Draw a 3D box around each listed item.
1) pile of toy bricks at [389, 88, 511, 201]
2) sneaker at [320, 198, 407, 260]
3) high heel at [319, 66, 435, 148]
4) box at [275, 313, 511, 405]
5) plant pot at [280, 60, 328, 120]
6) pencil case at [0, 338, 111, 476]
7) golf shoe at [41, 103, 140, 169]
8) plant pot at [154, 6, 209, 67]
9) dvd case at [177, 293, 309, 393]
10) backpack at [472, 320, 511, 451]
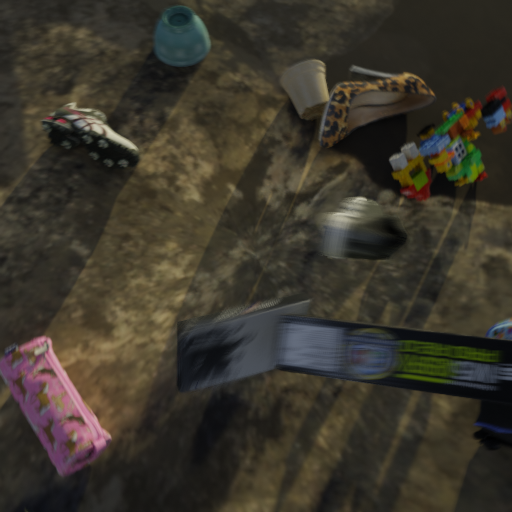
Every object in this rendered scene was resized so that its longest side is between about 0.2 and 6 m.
[{"bbox_3d":[3.890,-1.937,10.536,2.682,1.488,1.324,-40,109,-29],"label":"pile of toy bricks"},{"bbox_3d":[1.514,-0.305,7.271,0.903,1.995,0.663,13,107,19],"label":"sneaker"},{"bbox_3d":[2.371,-2.797,10.956,1.829,0.916,2.566,20,56,16],"label":"high heel"},{"bbox_3d":[1.613,1.037,5.527,2.426,1.943,0.537,5,80,19],"label":"box"},{"bbox_3d":[1.058,-3.278,11.311,0.965,0.965,0.884,-15,77,-7],"label":"plant pot"},{"bbox_3d":[-3.062,2.257,8.507,0.872,0.912,2.107,-28,68,-29],"label":"pencil case"},{"bbox_3d":[-3.109,-2.412,10.892,2.118,0.818,0.933,23,60,11],"label":"golf shoe"},{"bbox_3d":[-1.635,-4.820,12.060,1.213,0.813,1.213,0,64,-1],"label":"plant pot"},{"bbox_3d":[-0.153,0.943,6.003,1.400,1.052,0.173,-11,44,-21],"label":"dvd case"},{"bbox_3d":[4.817,2.041,7.642,2.870,2.621,1.931,11,77,3],"label":"backpack"}]
